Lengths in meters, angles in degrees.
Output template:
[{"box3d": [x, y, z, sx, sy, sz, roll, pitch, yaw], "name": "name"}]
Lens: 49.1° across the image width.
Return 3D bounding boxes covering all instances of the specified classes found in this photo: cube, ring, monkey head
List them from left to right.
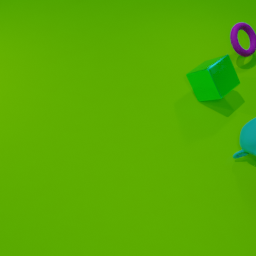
[{"box3d": [2.380, -1.379, 7.857, 0.906, 0.906, 0.906, -36, 106, -24], "name": "cube"}, {"box3d": [3.653, -2.781, 8.823, 1.099, 0.220, 1.099, 3, 84, -27], "name": "ring"}, {"box3d": [3.257, 0.270, 6.768, 0.901, 1.076, 1.495, 36, 98, 49], "name": "monkey head"}]
